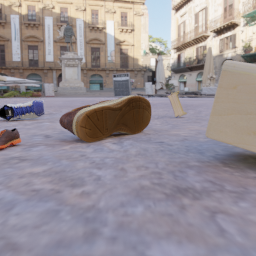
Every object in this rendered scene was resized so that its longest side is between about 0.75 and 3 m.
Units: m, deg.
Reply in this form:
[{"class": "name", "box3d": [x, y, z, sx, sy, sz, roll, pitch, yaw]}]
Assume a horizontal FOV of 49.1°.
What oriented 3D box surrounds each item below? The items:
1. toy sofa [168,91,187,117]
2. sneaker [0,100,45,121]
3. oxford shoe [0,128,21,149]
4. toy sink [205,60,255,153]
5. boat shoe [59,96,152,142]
[{"class": "toy sofa", "box3d": [1.903, -0.906, 10.879, 0.483, 0.990, 0.410, -21, -3, 7]}, {"class": "sneaker", "box3d": [-3.774, -0.549, 9.752, 1.644, 0.664, 0.950, -8, 10, -3]}, {"class": "oxford shoe", "box3d": [-2.263, 0.194, 4.992, 0.307, 0.313, 0.862, -5, 8, 14]}, {"class": "toy sink", "box3d": [2.190, -0.246, 4.144, 1.324, 1.138, 2.031, 19, 16, 30]}, {"class": "boat shoe", "box3d": [-0.422, -0.276, 6.498, 0.924, 0.926, 2.568, 11, 19, 38]}]
